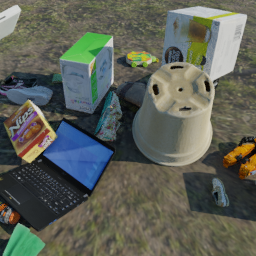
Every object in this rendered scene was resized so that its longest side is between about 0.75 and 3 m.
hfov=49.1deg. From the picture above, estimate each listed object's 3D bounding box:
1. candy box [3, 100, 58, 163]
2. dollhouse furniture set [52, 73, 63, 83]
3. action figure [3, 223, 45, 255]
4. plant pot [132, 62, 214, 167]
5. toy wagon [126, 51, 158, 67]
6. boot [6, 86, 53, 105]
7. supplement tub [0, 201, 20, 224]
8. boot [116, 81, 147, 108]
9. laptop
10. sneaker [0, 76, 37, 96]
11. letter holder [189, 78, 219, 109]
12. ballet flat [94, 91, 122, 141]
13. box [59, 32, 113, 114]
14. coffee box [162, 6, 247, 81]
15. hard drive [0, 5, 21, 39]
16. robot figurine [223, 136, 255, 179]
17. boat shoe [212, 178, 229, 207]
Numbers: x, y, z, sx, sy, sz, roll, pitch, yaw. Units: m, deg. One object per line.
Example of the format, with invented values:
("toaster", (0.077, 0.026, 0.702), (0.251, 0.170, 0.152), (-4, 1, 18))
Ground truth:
("candy box", (-3.677, 0.048, 10.388), (1.380, 0.668, 2.366), (-44, 44, -4))
("dollhouse furniture set", (-3.299, -2.745, 14.288), (1.191, 0.598, 0.780), (-3, 40, -3))
("action figure", (-2.903, 3.525, 6.725), (0.569, 1.229, 2.081), (-6, 43, 31))
("plant pot", (1.589, -0.562, 9.376), (2.985, 2.732, 2.985), (-1, 63, 2))
("toy wagon", (0.822, -3.940, 15.880), (1.822, 0.361, 1.414), (-2, 41, -2))
("boot", (-4.486, -1.555, 12.929), (1.939, 0.713, 0.927), (10, 34, 0))
("supplement tub", (-3.615, 2.479, 8.200), (0.833, 0.510, 0.510), (15, 42, 16))
("boot", (0.368, -1.298, 12.181), (1.893, 0.909, 2.589), (19, 27, 6))
("laptop", (-2.375, 1.215, 8.828), (2.652, 1.545, 2.992), (28, 33, 30))
("sneaker", (-5.266, -2.145, 13.439), (1.827, 0.789, 0.734), (-21, 46, -23))
("letter holder", (2.962, -2.210, 13.207), (1.727, 1.222, 2.430), (28, 48, 32))
("ballet flat", (-0.702, -0.426, 11.502), (0.867, 1.026, 2.712), (27, 43, -14))
("box", (-1.741, -2.494, 12.519), (1.365, 2.492, 2.824), (12, 41, 12))
("coffee box", (2.753, -3.182, 10.421), (2.104, 2.125, 2.128), (28, 40, 33))
("hard drive", (-4.085, -3.175, 8.882), (1.223, 0.244, 1.854), (-42, 17, -23))
("robot figurine", (4.348, 0.988, 9.928), (1.902, 0.554, 1.379), (-25, 46, -26))
("boat shoe", (2.847, 2.010, 8.860), (0.343, 0.375, 1.004), (0, 41, -9))
